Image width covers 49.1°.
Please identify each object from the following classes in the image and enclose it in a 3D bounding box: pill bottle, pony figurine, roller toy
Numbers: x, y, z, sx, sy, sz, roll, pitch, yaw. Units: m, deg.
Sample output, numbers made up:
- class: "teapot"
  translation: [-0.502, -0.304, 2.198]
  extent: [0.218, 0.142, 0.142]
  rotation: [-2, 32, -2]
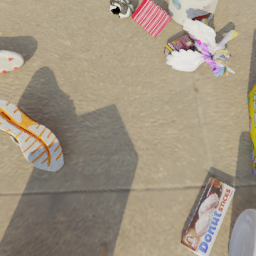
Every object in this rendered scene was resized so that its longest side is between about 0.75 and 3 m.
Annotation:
- class: "pill bottle"
  translation: [3.967, 3.031, 6.128]
  extent: [2.999, 1.793, 1.793]
  rotation: [14, 64, 7]
- class: "pony figurine"
  translation: [2.583, -2.712, 9.245]
  extent: [2.130, 1.838, 2.207]
  rotation: [22, 51, 1]
- class: "roller toy"
  translation: [2.434, -4.754, 10.285]
  extent: [1.895, 1.324, 1.728]
  rotation: [21, 65, 10]

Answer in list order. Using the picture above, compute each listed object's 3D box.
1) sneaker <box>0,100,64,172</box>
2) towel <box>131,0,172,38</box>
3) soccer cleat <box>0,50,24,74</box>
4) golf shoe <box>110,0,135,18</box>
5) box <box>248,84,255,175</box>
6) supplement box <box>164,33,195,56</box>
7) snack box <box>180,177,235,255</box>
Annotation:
- class: "sneaker"
  translation: [-2.800, 0.227, 8.055]
  extent: [0.996, 0.983, 2.545]
  rotation: [-44, 89, -14]
- class: "towel"
  translation: [0.833, -3.999, 10.117]
  extent: [1.284, 0.144, 0.929]
  rotation: [45, 104, 12]
- class: "soccer cleat"
  translation: [-4.811, -2.317, 9.347]
  extent: [2.594, 0.899, 1.006]
  rotation: [-9, 61, -1]
- class: "golf shoe"
  translation: [-0.490, -4.835, 10.716]
  extent: [0.786, 0.647, 1.664]
  rotation: [-34, 67, -16]
- class: "box"
  translation: [5.105, -0.068, 7.696]
  extent: [2.858, 1.744, 2.753]
  rotation: [8, 64, 3]
- class: "supplement box"
  translation: [1.817, -2.817, 9.820]
  extent: [0.979, 0.419, 0.540]
  rotation: [-32, 68, -15]
- class: "snack box"
  translation: [2.113, 2.306, 7.354]
  extent: [0.712, 0.241, 1.982]
  rotation: [27, 66, 13]
